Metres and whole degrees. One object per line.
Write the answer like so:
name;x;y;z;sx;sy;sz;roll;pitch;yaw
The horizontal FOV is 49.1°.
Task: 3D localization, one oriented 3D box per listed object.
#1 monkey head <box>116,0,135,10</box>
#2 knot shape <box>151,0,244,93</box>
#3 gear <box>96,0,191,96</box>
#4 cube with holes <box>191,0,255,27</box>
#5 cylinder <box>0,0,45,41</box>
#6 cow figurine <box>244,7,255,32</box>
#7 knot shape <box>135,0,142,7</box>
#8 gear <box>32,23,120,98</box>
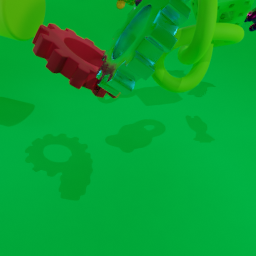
monkey head;-0.132;-4.846;9.648;1.170;1.626;0.980;16;11;26
knot shape;1.269;-1.553;5.563;0.940;1.903;2.033;49;18;19
gear;0.140;-1.137;3.567;0.283;1.531;1.531;31;28;-24
cube with holes;2.391;-3.294;7.232;1.102;1.102;1.102;-10;69;-2
cylinder;-2.806;-2.773;6.195;1.388;1.388;1.388;18;39;14
cow figurine;3.953;-3.333;8.013;1.221;0.681;1.241;-35;7;20
knot shape;0.730;-3.691;7.249;1.626;0.751;1.522;-27;58;-25
gear;-0.781;-1.180;4.885;1.701;0.315;1.701;29;25;-16
